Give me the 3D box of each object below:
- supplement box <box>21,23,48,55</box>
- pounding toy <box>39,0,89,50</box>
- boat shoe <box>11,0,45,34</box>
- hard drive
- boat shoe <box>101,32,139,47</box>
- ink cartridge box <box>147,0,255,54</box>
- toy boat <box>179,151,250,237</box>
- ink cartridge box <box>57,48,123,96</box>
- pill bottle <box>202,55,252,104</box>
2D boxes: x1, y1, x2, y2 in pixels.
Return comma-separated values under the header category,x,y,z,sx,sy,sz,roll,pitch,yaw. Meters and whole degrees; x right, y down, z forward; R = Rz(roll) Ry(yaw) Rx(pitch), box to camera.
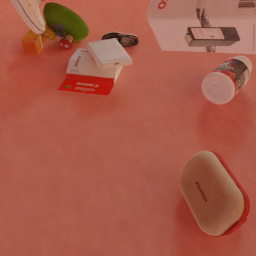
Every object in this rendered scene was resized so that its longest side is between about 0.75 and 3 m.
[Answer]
category,x,y,z,sx,sy,sz,roll,pitch,yaw
supplement box,-3.872,-3.821,11.876,0.646,0.667,1.940,1,43,2
pounding toy,-2.900,-4.101,11.352,2.042,2.646,1.228,16,77,34
boat shoe,-2.381,-3.141,6.652,0.677,1.940,0.688,-19,49,6
hard drive,-0.696,-2.708,10.120,1.165,0.236,1.766,-14,43,-15
boat shoe,-0.332,-3.679,11.795,1.582,0.584,0.477,1,36,-11
ink cartridge box,1.857,-2.434,5.195,2.511,1.055,1.827,11,73,27
toy boat,1.928,1.329,5.888,1.178,1.176,1.803,16,34,-30
ink cartridge box,-1.287,-2.056,9.939,1.870,0.578,2.306,8,39,9
pill bottle,3.288,-1.641,9.085,1.052,1.052,1.900,28,49,28
